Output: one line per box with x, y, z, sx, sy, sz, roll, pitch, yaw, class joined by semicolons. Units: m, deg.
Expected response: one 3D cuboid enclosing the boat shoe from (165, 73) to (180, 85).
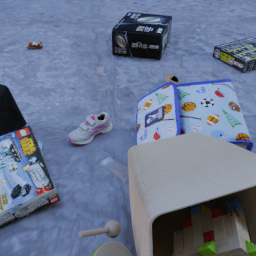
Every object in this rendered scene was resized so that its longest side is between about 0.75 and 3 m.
1.800;-1.916;11.030;0.424;0.380;1.146;-10;40;-13;boat shoe

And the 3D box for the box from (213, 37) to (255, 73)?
5.473;-3.389;12.761;2.463;0.545;1.973;-19;43;-22;box

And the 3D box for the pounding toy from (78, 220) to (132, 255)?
-0.499;2.539;5.112;1.123;0.675;1.455;2;66;-48;pounding toy

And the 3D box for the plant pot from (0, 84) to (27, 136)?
-4.296;-0.311;8.165;1.652;1.656;1.469;15;53;18;plant pot

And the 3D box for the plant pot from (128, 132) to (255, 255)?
1.118;1.415;5.401;2.405;2.408;2.132;-12;32;-15;plant pot

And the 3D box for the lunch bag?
1.561;-0.025;7.468;2.736;1.694;2.326;-4;48;8;lunch bag

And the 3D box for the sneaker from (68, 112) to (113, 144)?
-1.150;-0.062;8.454;1.518;0.670;0.618;-31;48;-33;sneaker

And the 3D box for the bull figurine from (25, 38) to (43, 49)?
-4.629;-4.111;13.732;0.885;0.537;0.288;0;61;-8;bull figurine

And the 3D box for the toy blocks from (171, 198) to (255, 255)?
1.530;1.959;5.313;1.752;0.876;1.198;-32;28;30;toy blocks

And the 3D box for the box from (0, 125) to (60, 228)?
-2.941;1.121;6.974;1.784;0.520;2.606;-23;43;-16;box

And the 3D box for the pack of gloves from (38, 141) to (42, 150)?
-2.857;0.620;8.001;0.746;0.175;0.888;-6;38;-9;pack of gloves

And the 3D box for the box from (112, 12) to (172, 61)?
0.742;-4.557;13.663;2.362;1.242;2.884;11;40;12;box
